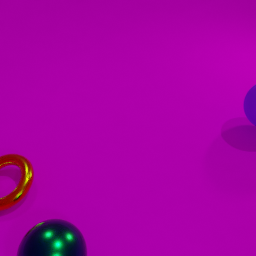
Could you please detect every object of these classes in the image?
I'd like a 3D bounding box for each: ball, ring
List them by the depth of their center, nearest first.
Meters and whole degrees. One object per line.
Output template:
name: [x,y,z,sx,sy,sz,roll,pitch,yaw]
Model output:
ball: [-1.248,2.100,4.649,1.131,1.131,1.131,0,45,0]
ring: [-2.681,1.147,6.056,1.336,0.267,1.336,-6,53,8]
ball: [3.556,-0.580,6.979,1.262,1.262,1.262,0,45,0]
